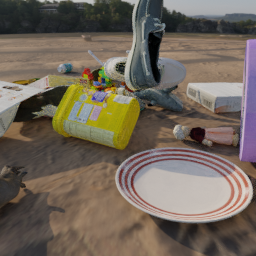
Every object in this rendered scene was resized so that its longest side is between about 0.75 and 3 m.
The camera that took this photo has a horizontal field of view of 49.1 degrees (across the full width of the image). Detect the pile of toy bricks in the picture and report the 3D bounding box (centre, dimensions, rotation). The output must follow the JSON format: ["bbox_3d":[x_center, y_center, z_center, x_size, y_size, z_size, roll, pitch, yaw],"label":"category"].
[{"bbox_3d":[-0.850,-2.036,11.656,1.428,1.271,2.574,-16,27,-33],"label":"pile of toy bricks"}]

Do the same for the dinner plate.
[{"bbox_3d":[1.053,1.066,5.552,2.600,0.315,2.600,1,23,0],"label":"dinner plate"}]

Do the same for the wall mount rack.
[{"bbox_3d":[-0.554,-2.852,12.770,2.207,0.947,2.540,4,-9,23],"label":"wall mount rack"}]

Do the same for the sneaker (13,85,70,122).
[{"bbox_3d":[-2.551,-0.871,9.174,2.908,1.168,1.255,0,13,-13],"label":"sneaker"}]

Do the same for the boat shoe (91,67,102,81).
[{"bbox_3d":[-1.216,-2.704,14.106,0.648,0.705,1.973,8,22,45],"label":"boat shoe"}]

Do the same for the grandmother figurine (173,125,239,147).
[{"bbox_3d":[2.037,0.162,7.514,1.626,0.492,0.986,5,14,5],"label":"grandmother figurine"}]

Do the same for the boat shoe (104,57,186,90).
[{"bbox_3d":[0.712,-1.714,8.925,2.864,1.053,0.956,-4,15,-19],"label":"boat shoe"}]

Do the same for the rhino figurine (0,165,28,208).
[{"bbox_3d":[-2.437,1.153,5.026,0.808,0.553,1.849,17,24,12],"label":"rhino figurine"}]

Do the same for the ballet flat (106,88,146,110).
[{"bbox_3d":[-0.352,-0.814,9.203,0.988,0.988,2.748,19,29,38],"label":"ballet flat"}]

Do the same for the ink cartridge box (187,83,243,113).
[{"bbox_3d":[3.917,-1.220,10.732,2.663,0.668,2.160,0,22,-16],"label":"ink cartridge box"}]

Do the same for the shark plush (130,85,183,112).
[{"bbox_3d":[0.919,-1.118,9.996,2.131,0.968,0.888,16,55,-2],"label":"shark plush"}]

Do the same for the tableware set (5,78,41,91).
[{"bbox_3d":[-5.442,-2.167,13.119,2.551,0.391,1.718,1,23,4],"label":"tableware set"}]

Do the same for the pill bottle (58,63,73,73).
[{"bbox_3d":[-3.580,-3.403,15.927,0.481,0.481,0.868,15,28,31],"label":"pill bottle"}]

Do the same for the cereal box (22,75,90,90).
[{"bbox_3d":[-2.615,-1.440,10.063,1.566,0.430,2.177,-3,-2,-43],"label":"cereal box"}]

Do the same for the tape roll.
[{"bbox_3d":[2.977,-0.569,6.137,0.875,2.667,2.667,4,23,20],"label":"tape roll"}]

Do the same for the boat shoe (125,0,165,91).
[{"bbox_3d":[0.645,-2.325,7.194,0.863,2.795,1.018,7,-6,41],"label":"boat shoe"}]

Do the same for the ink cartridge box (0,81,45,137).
[{"bbox_3d":[-4.108,-0.422,8.026,2.319,0.717,2.859,13,35,29],"label":"ink cartridge box"}]

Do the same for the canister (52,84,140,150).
[{"bbox_3d":[-0.821,-0.304,7.468,1.963,0.850,1.458,14,69,23],"label":"canister"}]
